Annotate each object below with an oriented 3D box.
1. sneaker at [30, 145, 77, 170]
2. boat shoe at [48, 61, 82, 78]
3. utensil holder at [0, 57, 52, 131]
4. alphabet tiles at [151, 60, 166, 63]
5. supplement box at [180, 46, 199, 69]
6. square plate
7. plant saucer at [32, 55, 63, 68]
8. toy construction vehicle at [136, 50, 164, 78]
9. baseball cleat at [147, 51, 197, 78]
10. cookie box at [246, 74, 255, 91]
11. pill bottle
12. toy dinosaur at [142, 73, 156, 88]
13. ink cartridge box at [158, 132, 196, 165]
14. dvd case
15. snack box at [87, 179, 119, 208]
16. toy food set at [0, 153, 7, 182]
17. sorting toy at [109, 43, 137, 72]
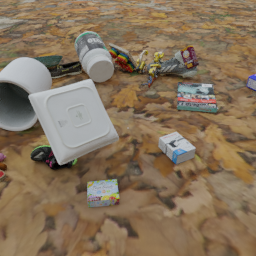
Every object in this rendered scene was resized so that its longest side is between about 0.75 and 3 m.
[{"bbox_3d":[-2.376,0.945,8.752,1.512,0.580,0.633,5,30,9],"label":"sneaker"},{"bbox_3d":[-3.326,-2.992,14.260,1.959,0.590,0.698,-15,38,-20],"label":"boat shoe"},{"bbox_3d":[-4.142,-1.409,10.814,2.078,2.078,2.445,0,34,1],"label":"utensil holder"},{"bbox_3d":[1.806,-3.617,15.622,1.075,0.034,0.895,11,37,15],"label":"alphabet tiles"},{"bbox_3d":[2.425,-2.783,11.053,0.343,0.802,0.442,-15,-3,-46],"label":"supplement box"},{"bbox_3d":[-1.290,-0.265,7.223,1.885,0.271,1.903,-23,85,-36],"label":"square plate"},{"bbox_3d":[-4.485,-3.263,14.163,2.443,0.439,2.443,-8,11,2],"label":"plant saucer"},{"bbox_3d":[1.063,-3.307,14.157,1.367,0.553,1.570,9,67,40],"label":"toy construction vehicle"},{"bbox_3d":[2.179,-3.264,13.976,2.574,1.370,0.897,10,42,17],"label":"baseball cleat"},{"bbox_3d":[6.529,-2.021,12.914,1.297,0.570,1.516,-21,41,-27],"label":"cookie box"},{"bbox_3d":[-1.685,-3.571,14.080,1.508,1.508,2.666,-12,49,-16],"label":"pill bottle"},{"bbox_3d":[1.090,-2.235,13.409,0.903,0.474,0.820,1,54,-20],"label":"toy dinosaur"},{"bbox_3d":[1.606,0.644,9.295,0.751,0.433,1.035,-18,39,-23],"label":"ink cartridge box"},{"bbox_3d":[2.996,-1.407,12.346,1.645,0.248,2.253,5,37,7],"label":"dvd case"},{"bbox_3d":[-0.694,1.807,7.793,0.852,0.288,0.718,-3,37,-6],"label":"snack box"},{"bbox_3d":[-4.258,1.181,8.697,1.043,0.259,1.641,-23,42,-29],"label":"toy food set"},{"bbox_3d":[-0.319,-3.579,14.525,1.419,1.427,0.497,34,84,34],"label":"sorting toy"}]
